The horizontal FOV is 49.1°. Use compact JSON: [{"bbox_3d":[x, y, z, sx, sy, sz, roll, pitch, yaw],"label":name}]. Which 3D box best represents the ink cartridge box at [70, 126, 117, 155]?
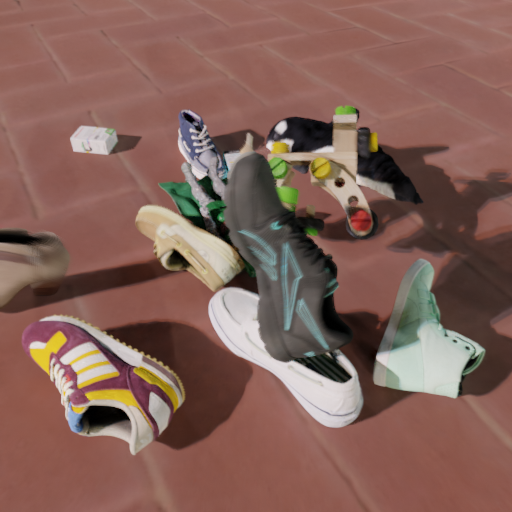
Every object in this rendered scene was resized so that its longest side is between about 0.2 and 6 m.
[{"bbox_3d":[-4.275,-3.053,14.787,0.980,0.412,0.710,7,41,8],"label":"ink cartridge box"}]

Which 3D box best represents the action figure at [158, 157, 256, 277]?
[{"bbox_3d":[-0.625,-0.808,11.811,1.954,0.905,3.308,-16,52,-19],"label":"action figure"}]

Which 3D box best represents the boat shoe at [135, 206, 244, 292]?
[{"bbox_3d":[-1.513,-0.163,10.881,2.723,1.008,0.904,25,66,34],"label":"boat shoe"}]

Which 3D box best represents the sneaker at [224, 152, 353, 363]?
[{"bbox_3d":[0.502,0.000,7.886,1.235,3.116,1.175,-8,18,30],"label":"sneaker"}]

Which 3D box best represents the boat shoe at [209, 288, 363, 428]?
[{"bbox_3d":[0.467,1.293,9.211,1.237,1.123,3.363,-33,50,-32],"label":"boat shoe"}]

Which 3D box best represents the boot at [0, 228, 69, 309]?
[{"bbox_3d":[-4.424,0.185,9.838,2.192,1.602,0.770,-9,53,-20],"label":"boot"}]

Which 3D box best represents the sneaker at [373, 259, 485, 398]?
[{"bbox_3d":[3.043,1.225,9.396,1.546,0.965,2.621,12,52,21],"label":"sneaker"}]

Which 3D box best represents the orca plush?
[{"bbox_3d":[1.955,-2.569,12.697,2.235,1.510,4.247,-5,29,-32],"label":"orca plush"}]

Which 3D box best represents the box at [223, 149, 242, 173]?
[{"bbox_3d":[-0.435,-2.141,13.798,0.545,0.325,1.323,-8,41,-9],"label":"box"}]

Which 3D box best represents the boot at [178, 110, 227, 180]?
[{"bbox_3d":[-1.413,-2.761,13.980,0.823,1.022,2.262,-21,45,-22],"label":"boot"}]

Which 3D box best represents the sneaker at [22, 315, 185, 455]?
[{"bbox_3d":[-2.638,1.902,8.515,2.980,1.117,1.343,17,37,20],"label":"sneaker"}]

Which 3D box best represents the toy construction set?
[{"bbox_3d":[0.853,-1.653,10.216,2.642,2.434,3.167,8,2,36],"label":"toy construction set"}]
